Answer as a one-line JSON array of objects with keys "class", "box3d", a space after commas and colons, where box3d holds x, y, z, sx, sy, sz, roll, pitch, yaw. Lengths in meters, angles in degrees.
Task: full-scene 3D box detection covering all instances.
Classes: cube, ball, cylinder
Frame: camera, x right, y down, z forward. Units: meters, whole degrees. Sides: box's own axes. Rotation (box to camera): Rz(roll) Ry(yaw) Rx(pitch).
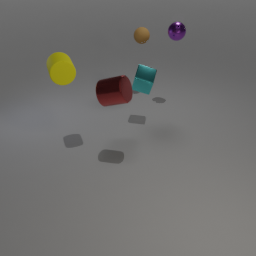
[{"class": "cube", "box3d": [0.588, -1.776, 10.296, 0.700, 0.700, 0.700, 17, 59, -1]}, {"class": "ball", "box3d": [0.600, -4.051, 12.261, 0.700, 0.700, 0.700, 0, 29, 0]}, {"class": "cylinder", "box3d": [-1.838, -1.629, 7.680, 0.700, 0.700, 0.700, -10, 37, -18]}, {"class": "cylinder", "box3d": [-0.340, -0.925, 7.034, 0.700, 0.700, 0.700, -6, 24, 26]}, {"class": "ball", "box3d": [1.886, -3.730, 10.807, 0.700, 0.700, 0.700, 0, 29, 0]}]
